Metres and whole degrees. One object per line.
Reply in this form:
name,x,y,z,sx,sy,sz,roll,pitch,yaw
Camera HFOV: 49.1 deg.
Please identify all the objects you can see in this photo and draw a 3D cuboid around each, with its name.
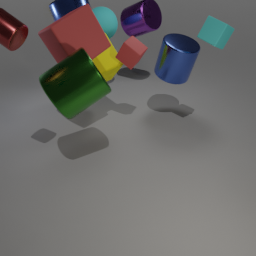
cube,-1.287,-2.482,10.648,1.400,1.400,1.400,-30,-2,-27
cube,-1.674,-2.767,8.741,1.400,1.400,1.400,-42,28,-19
cylinder,1.831,-2.608,10.586,1.400,1.400,1.400,8,44,-7
cylinder,0.604,-5.047,12.924,1.400,1.400,1.400,-1,23,46
cube,2.733,-2.959,8.717,0.700,0.700,0.700,41,27,28
cylinder,-1.382,-1.179,7.480,1.400,1.400,1.400,-34,36,2
cube,0.123,-2.587,9.616,0.700,0.700,0.700,38,45,-2
cylinder,-1.927,-3.940,10.115,1.400,1.400,1.400,-18,18,6
ball,-1.151,-4.550,12.248,1.400,1.400,1.400,0,32,0
cylinder,-2.806,-2.266,6.467,0.700,0.700,0.700,36,37,-2
